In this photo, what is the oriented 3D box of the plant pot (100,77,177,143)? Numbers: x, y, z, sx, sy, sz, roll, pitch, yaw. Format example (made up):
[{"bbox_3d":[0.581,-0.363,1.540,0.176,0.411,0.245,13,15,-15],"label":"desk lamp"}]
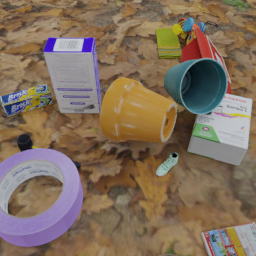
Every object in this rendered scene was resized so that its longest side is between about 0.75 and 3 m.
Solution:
[{"bbox_3d":[0.442,-0.400,8.787,1.867,2.039,2.039,17,50,25],"label":"plant pot"}]

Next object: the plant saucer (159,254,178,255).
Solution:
[{"bbox_3d":[1.049,4.103,6.745,1.943,0.355,1.943,0,49,0],"label":"plant saucer"}]

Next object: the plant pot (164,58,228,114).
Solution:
[{"bbox_3d":[2.093,-1.484,9.397,1.748,1.748,1.643,-18,21,-15],"label":"plant pot"}]

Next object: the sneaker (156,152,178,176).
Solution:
[{"bbox_3d":[1.282,1.155,9.205,0.940,0.554,0.346,-36,59,-26],"label":"sneaker"}]

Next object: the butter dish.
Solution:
[{"bbox_3d":[2.910,-2.381,11.532,1.823,2.460,2.467,-28,48,31],"label":"butter dish"}]

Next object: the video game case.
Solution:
[{"bbox_3d":[2.950,3.267,7.619,1.599,0.139,1.143,-8,50,-8],"label":"video game case"}]

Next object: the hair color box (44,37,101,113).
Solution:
[{"bbox_3d":[-1.888,-1.810,10.220,1.600,2.928,0.949,1,50,1],"label":"hair color box"}]

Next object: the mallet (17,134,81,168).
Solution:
[{"bbox_3d":[-2.701,0.933,9.564,2.290,0.754,0.471,24,54,1],"label":"mallet"}]

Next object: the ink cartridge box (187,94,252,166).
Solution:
[{"bbox_3d":[3.308,-0.111,9.991,1.780,1.032,2.458,15,50,13],"label":"ink cartridge box"}]

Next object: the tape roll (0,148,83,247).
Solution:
[{"bbox_3d":[-2.756,1.951,8.273,2.756,0.904,2.756,0,48,1],"label":"tape roll"}]

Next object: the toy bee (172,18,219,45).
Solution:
[{"bbox_3d":[3.035,-4.575,13.791,1.858,1.542,2.838,19,18,-4],"label":"toy bee"}]

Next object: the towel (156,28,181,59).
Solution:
[{"bbox_3d":[2.064,-4.399,14.312,1.147,0.241,2.666,0,48,-1],"label":"towel"}]

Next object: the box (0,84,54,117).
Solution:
[{"bbox_3d":[-4.009,-1.104,11.117,1.891,0.663,0.608,-20,51,-17],"label":"box"}]
